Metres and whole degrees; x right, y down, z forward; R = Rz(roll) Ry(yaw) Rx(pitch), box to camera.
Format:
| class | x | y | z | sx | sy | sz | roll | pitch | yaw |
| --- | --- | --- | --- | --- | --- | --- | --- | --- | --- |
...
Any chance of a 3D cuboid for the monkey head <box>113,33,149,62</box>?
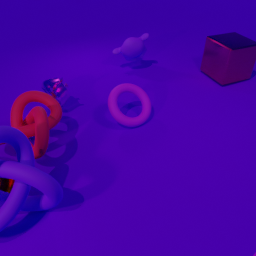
| class | x | y | z | sx | sy | sz | roll | pitch | yaw |
| --- | --- | --- | --- | --- | --- | --- | --- | --- | --- |
| monkey head | 0.147 | -3.048 | 10.374 | 1.447 | 0.872 | 1.041 | -24 | 60 | 11 |

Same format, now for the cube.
| class | x | y | z | sx | sy | sz | roll | pitch | yaw |
| --- | --- | --- | --- | --- | --- | --- | --- | --- | --- |
| cube | 3.546 | -2.475 | 9.865 | 1.299 | 1.299 | 1.299 | -15 | 41 | -20 |

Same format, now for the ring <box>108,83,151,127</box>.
| class | x | y | z | sx | sy | sz | roll | pitch | yaw |
| --- | --- | --- | --- | --- | --- | --- | --- | --- | --- |
| ring | 0.061 | -0.671 | 8.105 | 1.335 | 0.267 | 1.335 | 7 | 70 | -20 |

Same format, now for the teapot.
| class | x | y | z | sx | sy | sz | roll | pitch | yaw |
| --- | --- | --- | --- | --- | --- | --- | --- | --- | --- |
| teapot | -2.119 | -1.116 | 8.415 | 0.738 | 1.507 | 0.937 | -37 | 88 | -16 |

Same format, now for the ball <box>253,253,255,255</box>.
| class | x | y | z | sx | sy | sz | roll | pitch | yaw |
| --- | --- | --- | --- | --- | --- | --- | --- | --- | --- |
| ball | 2.316 | 2.247 | 4.055 | 1.087 | 1.087 | 1.087 | 0 | 40 | 0 |

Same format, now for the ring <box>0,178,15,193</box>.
| class | x | y | z | sx | sy | sz | roll | pitch | yaw |
| --- | --- | --- | --- | --- | --- | --- | --- | --- | --- |
| ring | -3.416 | 1.414 | 6.031 | 1.965 | 0.393 | 1.965 | 0 | 40 | 0 |

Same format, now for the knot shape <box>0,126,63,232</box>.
| class | x | y | z | sx | sy | sz | roll | pitch | yaw |
| --- | --- | --- | --- | --- | --- | --- | --- | --- | --- |
| knot shape | -2.457 | 1.159 | 5.274 | 1.951 | 2.085 | 0.963 | -37 | 22 | -7 |

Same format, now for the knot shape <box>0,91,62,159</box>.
| class | x | y | z | sx | sy | sz | roll | pitch | yaw |
| --- | --- | --- | --- | --- | --- | --- | --- | --- | --- |
| knot shape | -2.376 | -0.011 | 6.817 | 1.917 | 0.886 | 1.794 | -45 | 44 | -12 |
